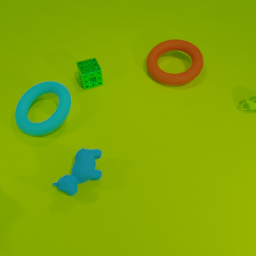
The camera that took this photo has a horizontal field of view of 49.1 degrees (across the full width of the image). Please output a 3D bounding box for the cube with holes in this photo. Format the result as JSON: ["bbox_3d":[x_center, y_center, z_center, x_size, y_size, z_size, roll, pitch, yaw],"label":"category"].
[{"bbox_3d":[-1.337,-1.902,9.820,0.702,0.702,0.702,-18,54,-13],"label":"cube with holes"}]

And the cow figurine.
[{"bbox_3d":[-1.322,1.134,7.403,1.261,0.703,1.281,1,73,-8],"label":"cow figurine"}]

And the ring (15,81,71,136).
[{"bbox_3d":[-2.653,-0.641,8.733,1.906,0.381,1.906,-8,61,15],"label":"ring"}]

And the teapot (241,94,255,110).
[{"bbox_3d":[4.226,-0.815,9.033,1.154,0.718,0.565,-15,94,10],"label":"teapot"}]

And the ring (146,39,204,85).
[{"bbox_3d":[1.697,-2.421,10.201,2.068,0.414,2.068,-3,61,6],"label":"ring"}]
